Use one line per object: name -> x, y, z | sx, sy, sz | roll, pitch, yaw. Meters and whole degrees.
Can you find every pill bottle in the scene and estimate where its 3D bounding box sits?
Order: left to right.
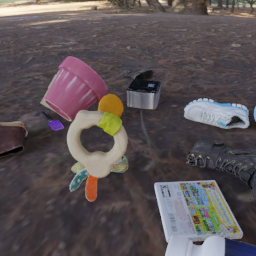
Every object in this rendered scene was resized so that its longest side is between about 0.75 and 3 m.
pill bottle -> 2.060, 2.882, 4.974 | 2.851, 1.583, 1.583 | 9, 30, 17

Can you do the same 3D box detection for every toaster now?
toaster -> 0.804, -1.705, 13.925 | 1.560, 1.023, 1.725 | 6, 29, 10

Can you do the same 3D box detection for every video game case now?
video game case -> 1.799, 2.188, 7.661 | 1.874, 0.236, 2.059 | -2, 28, -3

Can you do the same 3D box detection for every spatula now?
spatula -> -3.436, -0.357, 12.335 | 0.517, 0.188, 1.830 | -20, 35, -32

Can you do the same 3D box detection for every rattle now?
rattle -> -0.912, 0.512, 8.068 | 1.662, 2.552, 1.823 | -2, 28, -14

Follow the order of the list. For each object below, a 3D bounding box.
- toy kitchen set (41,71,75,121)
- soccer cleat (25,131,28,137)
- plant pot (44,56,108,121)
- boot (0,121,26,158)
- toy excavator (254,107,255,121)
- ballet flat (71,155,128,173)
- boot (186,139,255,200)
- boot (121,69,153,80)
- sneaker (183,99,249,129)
toy kitchen set -> -2.495, -1.466, 12.979 | 1.857, 2.058, 1.679 | 27, -2, 39
soccer cleat -> -4.449, 0.251, 11.108 | 0.873, 0.305, 0.377 | -7, 30, -14
plant pot -> -2.177, -1.405, 11.098 | 2.131, 2.131, 1.907 | 25, 72, 38
boot -> -4.800, 0.452, 10.331 | 2.013, 0.728, 1.674 | -14, 38, -8
toy excavator -> 6.179, -0.339, 10.572 | 2.660, 1.366, 2.735 | 4, 23, 26
ballet flat -> -0.925, 1.123, 9.196 | 1.881, 0.665, 0.665 | 0, 29, 0
boot -> 3.103, 1.230, 8.807 | 2.568, 1.021, 2.950 | 8, 23, 21
boot -> 0.572, -3.464, 17.610 | 1.648, 0.571, 1.435 | -20, 35, -28
sneaker -> 3.754, -0.500, 11.808 | 2.791, 1.046, 1.209 | 3, 34, 7
